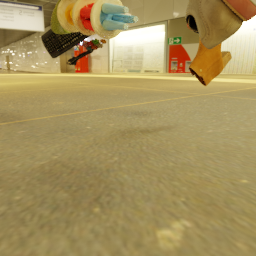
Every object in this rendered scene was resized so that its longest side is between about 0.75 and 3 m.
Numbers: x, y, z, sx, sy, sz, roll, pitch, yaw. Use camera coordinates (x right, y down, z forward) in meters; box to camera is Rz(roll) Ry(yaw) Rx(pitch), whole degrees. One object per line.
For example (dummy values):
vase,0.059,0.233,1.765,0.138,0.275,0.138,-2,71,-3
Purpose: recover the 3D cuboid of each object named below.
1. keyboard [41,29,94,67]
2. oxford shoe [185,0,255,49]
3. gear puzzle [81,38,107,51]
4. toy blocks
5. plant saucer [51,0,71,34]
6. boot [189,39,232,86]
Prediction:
keyboard,-2.136,-3.336,10.836,2.655,1.687,0.273,-18,29,36
oxford shoe,1.451,-2.540,5.529,1.020,1.083,2.896,30,32,-21
gear puzzle,-1.489,-3.796,12.836,1.248,0.163,0.646,-8,-29,30
toy blocks,-0.525,-2.758,5.531,0.807,1.853,2.223,-2,21,-39
plant saucer,-1.302,-3.005,7.095,0.252,1.622,1.622,39,18,1
boot,2.383,-2.420,8.827,1.414,1.976,0.695,-44,23,-10
